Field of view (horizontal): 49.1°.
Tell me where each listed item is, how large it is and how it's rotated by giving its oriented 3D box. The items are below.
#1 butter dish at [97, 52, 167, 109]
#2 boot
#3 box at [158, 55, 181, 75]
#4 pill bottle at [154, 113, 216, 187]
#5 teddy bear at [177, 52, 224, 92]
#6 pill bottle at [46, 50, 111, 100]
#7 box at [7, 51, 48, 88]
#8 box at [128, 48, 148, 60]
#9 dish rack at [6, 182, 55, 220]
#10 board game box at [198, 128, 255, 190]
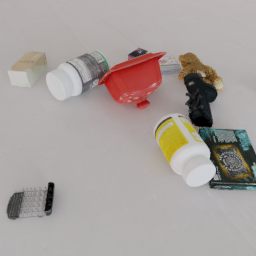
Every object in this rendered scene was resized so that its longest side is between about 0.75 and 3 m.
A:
[{"bbox_3d":[0.342,-1.835,12.266,2.817,2.088,2.825,-22,4,-15],"label":"butter dish"},{"bbox_3d":[3.177,-0.975,11.743,0.928,2.509,2.056,-23,59,32],"label":"boot"},{"bbox_3d":[2.074,-3.479,15.404,1.285,0.339,1.648,-5,40,-6],"label":"box"},{"bbox_3d":[1.922,0.727,9.596,1.385,1.385,2.488,-11,41,-12],"label":"pill bottle"},{"bbox_3d":[3.563,-2.629,14.105,2.088,0.962,2.880,-33,58,-24],"label":"teddy bear"},{"bbox_3d":[-2.311,-2.497,13.245,1.598,1.598,2.826,30,49,31],"label":"pill bottle"},{"bbox_3d":[-5.114,-3.058,14.459,1.084,0.887,2.283,5,40,6],"label":"box"},{"bbox_3d":[0.563,-4.022,15.853,0.662,0.575,1.084,24,46,26],"label":"box"},{"bbox_3d":[-2.975,2.247,8.587,1.426,0.389,1.094,-4,39,-4],"label":"dish rack"},{"bbox_3d":[3.637,1.026,10.027,1.845,0.384,2.728,2,40,2],"label":"board game box"}]
